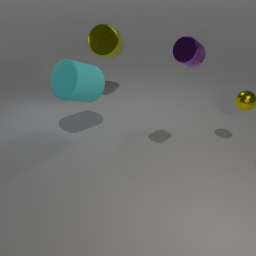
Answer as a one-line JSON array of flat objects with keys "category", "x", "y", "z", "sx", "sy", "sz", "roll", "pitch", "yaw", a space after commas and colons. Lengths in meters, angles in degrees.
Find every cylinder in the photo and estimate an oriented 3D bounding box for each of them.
[{"category": "cylinder", "x": -1.802, "y": -1.663, "z": 10.143, "sx": 1.400, "sy": 1.400, "sz": 1.400, "roll": 21, "pitch": 12, "yaw": 33}, {"category": "cylinder", "x": -0.985, "y": -3.998, "z": 13.033, "sx": 1.400, "sy": 1.400, "sz": 1.400, "roll": 6, "pitch": 12, "yaw": 10}, {"category": "cylinder", "x": 1.654, "y": -2.041, "z": 7.547, "sx": 0.700, "sy": 0.700, "sz": 0.700, "roll": 20, "pitch": 11, "yaw": 31}]

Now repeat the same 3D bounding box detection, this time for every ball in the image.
[{"category": "ball", "x": 4.007, "y": -0.916, "z": 9.525, "sx": 0.700, "sy": 0.700, "sz": 0.700, "roll": 0, "pitch": 29, "yaw": 0}]
